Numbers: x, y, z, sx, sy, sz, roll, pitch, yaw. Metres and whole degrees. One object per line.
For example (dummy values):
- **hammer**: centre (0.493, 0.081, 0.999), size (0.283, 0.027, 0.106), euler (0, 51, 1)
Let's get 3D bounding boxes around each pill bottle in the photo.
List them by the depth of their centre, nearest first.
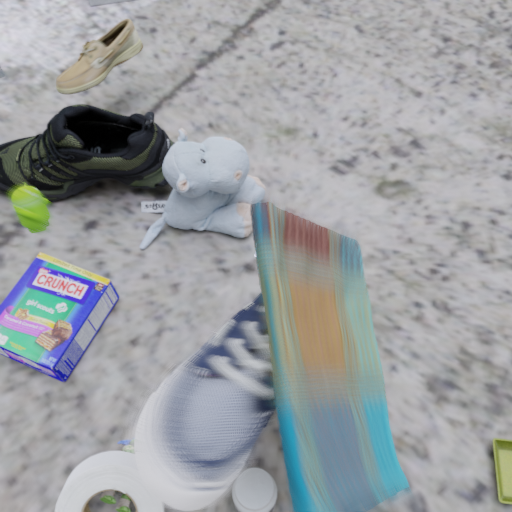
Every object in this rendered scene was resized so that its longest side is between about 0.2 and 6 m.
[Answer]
- **pill bottle**: centre (-0.016, 2.860, 6.706), size (0.537, 0.943, 0.537), euler (0, 58, 0)

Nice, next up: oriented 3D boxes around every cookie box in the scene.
- **cookie box**: centre (-2.971, 0.857, 8.152), size (1.291, 0.567, 1.510), euler (19, 60, 13)

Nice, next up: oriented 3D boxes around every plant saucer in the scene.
- **plant saucer**: centre (3.446, 2.803, 7.185), size (0.797, 0.191, 0.796), euler (5, 59, 4)

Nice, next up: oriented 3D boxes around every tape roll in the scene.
- **tape roll**: centre (-1.693, 2.965, 6.585), size (1.250, 0.437, 1.250), euler (0, 92, -7)

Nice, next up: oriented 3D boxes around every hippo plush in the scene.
- **hippo plush**: centre (-0.893, -1.308, 8.815), size (2.125, 1.709, 1.693), euler (-4, 59, -3)

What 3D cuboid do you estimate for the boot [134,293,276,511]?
- **boot**: centre (-0.097, 0.957, 5.162), size (1.011, 1.255, 2.778), euler (36, 22, 0)

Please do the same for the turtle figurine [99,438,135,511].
- **turtle figurine**: centre (-1.463, 2.686, 6.959), size (0.927, 0.667, 0.899), euler (13, 51, 12)

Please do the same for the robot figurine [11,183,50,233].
- **robot figurine**: centre (-2.378, -0.504, 5.907), size (0.298, 0.516, 0.452), euler (-11, 28, 6)

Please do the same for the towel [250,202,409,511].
- **towel**: centre (0.700, 0.922, 4.995), size (0.282, 1.904, 2.596), euler (-17, 71, 31)

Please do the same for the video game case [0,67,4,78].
- **video game case**: centre (-3.764, -3.068, 7.242), size (0.185, 1.488, 2.079), euler (-27, 22, -12)

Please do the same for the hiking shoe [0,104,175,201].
- **hiking shoe**: centre (-3.007, -1.817, 8.975), size (3.356, 1.689, 1.271), euler (-6, 65, 6)

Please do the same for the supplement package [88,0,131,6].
- **supplement package**: centre (-3.299, -6.582, 12.353), size (1.194, 1.203, 1.585), euler (-12, 59, -7)

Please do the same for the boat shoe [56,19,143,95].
- **boat shoe**: centre (-2.724, -3.396, 9.518), size (0.642, 0.578, 1.779), euler (32, 64, 34)
